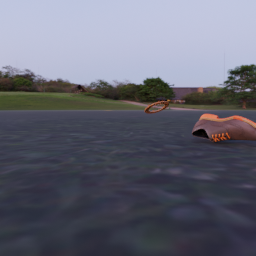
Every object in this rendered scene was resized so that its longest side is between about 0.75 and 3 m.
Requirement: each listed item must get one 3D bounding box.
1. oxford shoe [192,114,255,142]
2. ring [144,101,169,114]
[{"bbox_3d":[1.786,0.099,5.133,0.512,0.503,1.413,-45,25,-19],"label":"oxford shoe"},{"bbox_3d":[1.118,-0.821,10.957,1.008,0.097,1.008,-15,-18,-5],"label":"ring"}]
